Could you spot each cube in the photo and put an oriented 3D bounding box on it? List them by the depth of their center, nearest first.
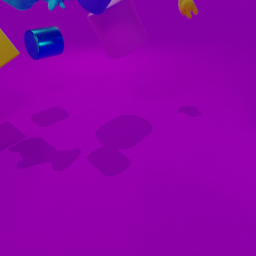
[{"bbox_3d":[-3.989,-2.062,7.631,1.179,1.179,1.179,-9,35,44],"label":"cube"}]

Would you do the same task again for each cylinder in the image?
[{"bbox_3d":[-0.737,-3.343,6.775,0.814,0.814,0.814,20,52,-28],"label":"cylinder"},{"bbox_3d":[-0.281,-2.905,8.064,1.326,1.326,1.326,-22,29,13],"label":"cylinder"},{"bbox_3d":[-2.647,-2.688,8.856,0.914,0.914,0.914,27,39,37],"label":"cylinder"}]

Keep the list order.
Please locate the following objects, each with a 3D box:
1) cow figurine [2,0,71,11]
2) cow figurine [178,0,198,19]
[{"bbox_3d":[-2.375,-3.435,7.068,1.674,1.647,0.919,-23,37,53],"label":"cow figurine"},{"bbox_3d":[1.802,-4.116,9.034,0.540,0.968,0.984,-31,38,10],"label":"cow figurine"}]
